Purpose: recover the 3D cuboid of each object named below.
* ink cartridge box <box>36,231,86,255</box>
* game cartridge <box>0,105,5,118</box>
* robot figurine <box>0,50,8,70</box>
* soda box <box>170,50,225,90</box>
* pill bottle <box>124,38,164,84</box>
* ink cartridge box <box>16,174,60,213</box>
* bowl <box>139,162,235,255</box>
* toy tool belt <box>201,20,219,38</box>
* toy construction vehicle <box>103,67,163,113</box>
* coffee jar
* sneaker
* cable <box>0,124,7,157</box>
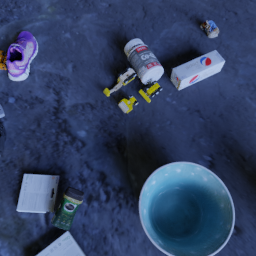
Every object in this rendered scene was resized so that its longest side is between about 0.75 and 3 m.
[{"bbox_3d":[-2.182,4.629,9.143,1.746,0.355,1.749,-35,70,-15],"label":"ink cartridge box"},{"bbox_3d":[-5.815,-0.822,11.654,0.942,0.289,1.414,-34,64,-30],"label":"game cartridge"},{"bbox_3d":[-5.694,-3.084,12.851,0.794,0.319,1.096,2,64,1],"label":"robot figurine"},{"bbox_3d":[3.048,-2.543,12.332,2.296,0.782,0.731,-25,67,-12],"label":"soda box"},{"bbox_3d":[0.656,-2.964,12.356,1.086,1.086,1.907,-25,67,-11],"label":"pill bottle"},{"bbox_3d":[-3.236,2.390,10.255,1.374,0.279,1.371,3,65,1],"label":"ink cartridge box"},{"bbox_3d":[1.782,2.775,9.312,2.991,1.565,2.991,1,65,-2],"label":"bowl"},{"bbox_3d":[4.003,-4.909,13.544,0.643,0.633,1.030,-24,67,-11],"label":"toy tool belt"},{"bbox_3d":[0.192,-1.594,12.032,1.990,0.701,1.732,-41,82,-14],"label":"toy construction vehicle"},{"bbox_3d":[-2.042,2.728,9.601,0.708,0.579,1.357,26,89,-11],"label":"coffee jar"},{"bbox_3d":[-4.816,-3.450,12.565,1.055,1.160,2.623,3,63,3],"label":"sneaker"},{"bbox_3d":[-5.586,0.541,11.112,1.443,0.449,1.769,-13,62,2],"label":"cable"}]
